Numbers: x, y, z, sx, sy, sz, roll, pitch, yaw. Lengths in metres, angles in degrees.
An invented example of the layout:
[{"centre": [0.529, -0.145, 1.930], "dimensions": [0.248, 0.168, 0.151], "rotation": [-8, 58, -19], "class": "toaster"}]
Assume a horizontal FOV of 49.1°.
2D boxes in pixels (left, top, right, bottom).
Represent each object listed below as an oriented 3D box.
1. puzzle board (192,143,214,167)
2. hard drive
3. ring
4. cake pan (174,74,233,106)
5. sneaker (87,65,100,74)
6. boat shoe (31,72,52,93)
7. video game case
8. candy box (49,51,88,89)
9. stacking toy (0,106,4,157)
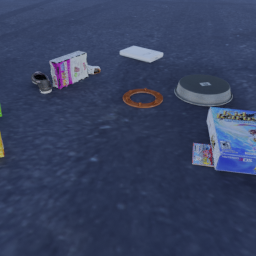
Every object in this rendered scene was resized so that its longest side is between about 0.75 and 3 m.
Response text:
[{"centre": [2.196, 0.735, 7.873], "dimensions": [0.737, 0.085, 0.977], "rotation": [7, 33, 11], "class": "puzzle board"}, {"centre": [0.723, -4.013, 15.132], "dimensions": [1.972, 0.259, 1.301], "rotation": [23, 39, 32], "class": "hard drive"}, {"centre": [0.577, -1.211, 10.863], "dimensions": [1.565, 0.150, 1.565], "rotation": [0, 32, 0], "class": "ring"}, {"centre": [3.021, -1.578, 11.183], "dimensions": [2.288, 0.420, 2.288], "rotation": [0, 33, 0], "class": "cake pan"}, {"centre": [-1.789, -2.688, 12.946], "dimensions": [1.049, 0.382, 0.444], "rotation": [-6, 31, -12], "class": "sneaker"}, {"centre": [-3.663, -2.088, 11.838], "dimensions": [0.661, 0.564, 1.978], "rotation": [-16, 36, -24], "class": "boat shoe"}, {"centre": [3.754, 0.335, 7.925], "dimensions": [2.725, 0.619, 2.470], "rotation": [6, 32, 6], "class": "video game case"}, {"centre": [-2.478, -2.504, 11.947], "dimensions": [0.515, 1.152, 1.690], "rotation": [23, 38, 30], "class": "candy box"}, {"centre": [-4.941, 0.134, 8.364], "dimensions": [2.217, 0.691, 2.940], "rotation": [-11, 32, -20], "class": "stacking toy"}]
